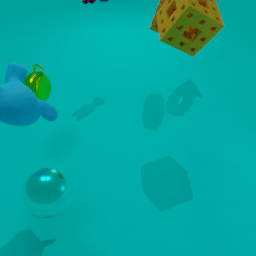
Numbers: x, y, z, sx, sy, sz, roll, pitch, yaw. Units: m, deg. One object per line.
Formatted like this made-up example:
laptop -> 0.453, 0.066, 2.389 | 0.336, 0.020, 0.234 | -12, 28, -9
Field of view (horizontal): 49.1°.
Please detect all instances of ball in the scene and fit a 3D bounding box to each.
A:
ball -> -1.370, 1.095, 4.805 | 0.881, 0.881, 0.881 | 0, 45, 0

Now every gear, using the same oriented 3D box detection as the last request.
gear -> 1.080, -3.567, 8.098 | 0.289, 1.564, 1.564 | 24, 48, 0

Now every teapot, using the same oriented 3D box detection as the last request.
teapot -> -2.144, -0.880, 6.373 | 0.587, 0.745, 1.198 | 7, 83, 19

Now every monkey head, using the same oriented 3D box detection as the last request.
monkey head -> -1.921, -0.575, 4.855 | 0.887, 1.472, 1.059 | 18, 89, 39

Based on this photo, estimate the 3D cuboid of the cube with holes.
cube with holes -> 1.280, -2.308, 5.963 | 0.928, 0.928, 0.928 | 16, 53, -26

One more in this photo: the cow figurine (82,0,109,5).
cow figurine -> -0.959, -4.027, 8.071 | 0.570, 1.039, 1.022 | 17, 67, 40
